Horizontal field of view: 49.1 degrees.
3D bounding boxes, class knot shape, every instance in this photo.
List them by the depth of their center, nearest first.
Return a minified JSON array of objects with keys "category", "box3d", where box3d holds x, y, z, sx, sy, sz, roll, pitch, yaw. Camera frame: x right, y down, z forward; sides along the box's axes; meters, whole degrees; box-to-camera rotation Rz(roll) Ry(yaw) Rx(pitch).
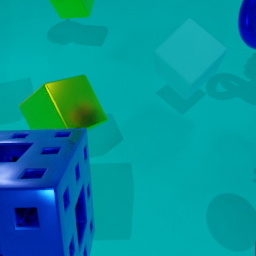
[{"category":"knot shape","box3d":[2.658,-1.829,4.717,1.749,1.869,0.864,14,61,-17]}]

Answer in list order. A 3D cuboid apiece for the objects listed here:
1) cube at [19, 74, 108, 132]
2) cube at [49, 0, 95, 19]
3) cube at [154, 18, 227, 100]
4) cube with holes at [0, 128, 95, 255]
[{"category":"cube","box3d":[-1.090,-0.253,4.771,0.909,0.909,0.909,-28,92,-50]},{"category":"cube","box3d":[-1.500,-3.617,7.512,0.917,0.917,0.917,4,67,17]},{"category":"cube","box3d":[1.237,-1.383,5.812,1.007,1.007,1.007,-44,78,-4]},{"category":"cube with holes","box3d":[-0.935,0.717,2.252,1.130,1.130,1.130,-2,17,1]}]
